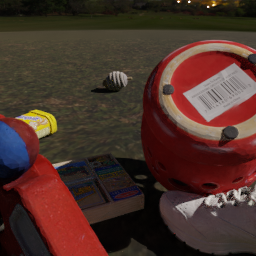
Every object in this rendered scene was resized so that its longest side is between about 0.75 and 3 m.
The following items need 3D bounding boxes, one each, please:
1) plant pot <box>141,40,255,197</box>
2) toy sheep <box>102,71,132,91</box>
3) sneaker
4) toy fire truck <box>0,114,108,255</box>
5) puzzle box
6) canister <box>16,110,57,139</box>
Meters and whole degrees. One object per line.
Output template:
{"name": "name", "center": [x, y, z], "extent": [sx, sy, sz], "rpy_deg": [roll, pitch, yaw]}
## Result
{"name": "plant pot", "center": [1.365, -0.136, 4.897], "extent": [2.411, 2.196, 2.411], "rpy_deg": [-4, 61, 7]}
{"name": "toy sheep", "center": [-0.477, -2.059, 12.209], "extent": [1.342, 0.926, 0.926], "rpy_deg": [-15, 21, 12]}
{"name": "sneaker", "center": [1.769, 1.290, 4.109], "extent": [2.709, 1.180, 1.009], "rpy_deg": [9, 26, 23]}
{"name": "toy fire truck", "center": [-0.997, 1.027, 2.712], "extent": [1.521, 2.278, 2.713], "rpy_deg": [-21, 72, -42]}
{"name": "puzzle box", "center": [-1.250, 1.224, 5.293], "extent": [2.664, 0.339, 1.773], "rpy_deg": [-10, 26, -22]}
{"name": "canister", "center": [-2.857, 0.044, 7.691], "extent": [1.066, 0.621, 1.435], "rpy_deg": [16, 29, 32]}
